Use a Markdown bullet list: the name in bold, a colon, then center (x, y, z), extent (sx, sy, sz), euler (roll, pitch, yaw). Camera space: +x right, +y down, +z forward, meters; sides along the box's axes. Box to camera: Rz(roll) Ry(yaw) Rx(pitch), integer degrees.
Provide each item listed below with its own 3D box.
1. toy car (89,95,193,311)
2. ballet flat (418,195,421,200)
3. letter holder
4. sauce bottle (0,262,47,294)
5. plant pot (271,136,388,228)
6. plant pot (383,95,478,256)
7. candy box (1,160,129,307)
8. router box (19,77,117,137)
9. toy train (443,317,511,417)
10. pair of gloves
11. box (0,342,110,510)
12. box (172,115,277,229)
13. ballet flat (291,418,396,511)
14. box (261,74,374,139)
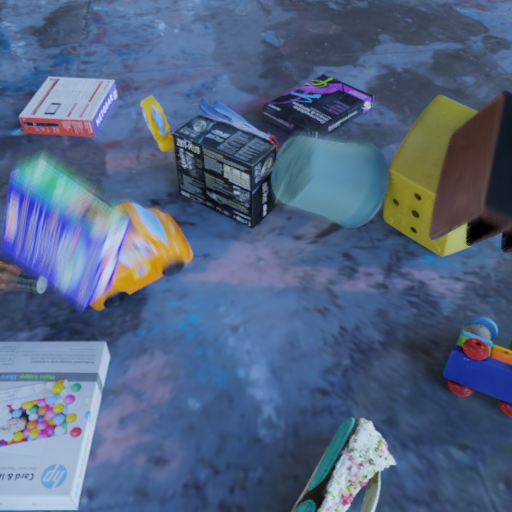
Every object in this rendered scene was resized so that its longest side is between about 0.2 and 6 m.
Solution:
- **toy car**: center (-2.458, -1.223, 10.103), extent (2.085, 1.414, 4.250), euler (-15, 55, 3)
- **ballet flat**: center (4.244, -1.259, 11.001), extent (2.927, 0.993, 1.102), euler (-6, 20, -16)
- **letter holder**: center (3.634, -1.145, 8.688), extent (1.055, 1.491, 2.098), euler (22, 69, -10)
- **sauce bottle**: center (-4.447, 0.374, 9.634), extent (1.665, 0.549, 0.549), euler (10, 46, 9)
- **plant pot**: center (1.226, -1.386, 9.986), extent (1.560, 1.593, 1.593), euler (7, 37, -35)
- **plant pot**: center (3.513, -1.292, 10.357), extent (1.867, 2.116, 2.116), euler (-38, 56, -20)
- **candy box**: center (-2.521, -0.289, 7.302), extent (1.505, 1.272, 0.580), euler (33, 37, 9)
- **router box**: center (-4.541, -3.677, 13.721), extent (1.756, 0.478, 1.957), euler (5, 45, 5)
- **toy train**: center (3.950, 1.668, 8.186), extent (2.143, 0.907, 1.240), euler (20, 35, 19)
- **pair of gloves**: center (-0.250, -2.357, 11.291), extent (1.846, 2.296, 0.262), euler (30, 85, 18)
- **box**: center (-3.167, 2.260, 7.780), extent (1.831, 0.484, 2.349), euler (0, 46, 0)
- **box**: center (-0.603, -1.645, 10.924), extent (1.897, 1.553, 0.817), euler (26, 51, 24)
- **ballet flat**: center (0.859, 3.122, 6.651), extent (0.866, 1.025, 2.710), euler (41, 58, 5)
- **box**: center (1.515, -3.653, 13.749), extent (1.667, 0.421, 2.332), euler (35, 56, 30)
